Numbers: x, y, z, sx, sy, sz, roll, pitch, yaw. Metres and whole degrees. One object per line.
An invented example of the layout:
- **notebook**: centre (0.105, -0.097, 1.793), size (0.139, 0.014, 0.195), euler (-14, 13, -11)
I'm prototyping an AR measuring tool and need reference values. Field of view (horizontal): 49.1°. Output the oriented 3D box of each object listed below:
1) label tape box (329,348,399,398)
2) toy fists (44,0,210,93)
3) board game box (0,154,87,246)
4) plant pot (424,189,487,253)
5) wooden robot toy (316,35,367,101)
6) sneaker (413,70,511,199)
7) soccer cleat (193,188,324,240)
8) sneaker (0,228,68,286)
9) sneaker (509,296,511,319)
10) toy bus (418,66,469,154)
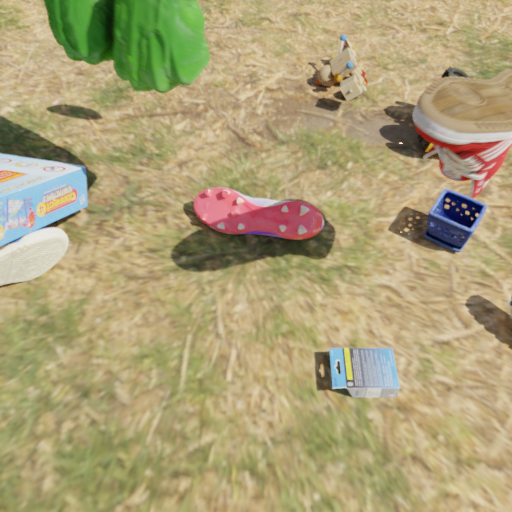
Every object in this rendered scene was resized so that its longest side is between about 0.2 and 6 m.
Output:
- **label tape box**: centre (1.600, 1.755, 8.434), size (0.971, 0.321, 0.696), euler (-1, 48, 2)
- **toy fists**: centre (-2.021, -3.573, 8.420), size (3.292, 1.678, 1.132), euler (30, 38, 25)
- **board game box**: centre (-4.929, -1.061, 9.680), size (2.799, 0.799, 2.859), euler (11, 23, 16)
- **plant pot**: centre (3.588, -0.595, 10.214), size (0.840, 0.756, 0.841), euler (28, 54, 22)
- **wooden robot toy**: centre (2.025, -4.345, 13.677), size (1.083, 1.051, 2.387), euler (-25, 43, 26)
- **sneaker**: centre (2.581, -1.397, 7.079), size (2.826, 1.589, 1.007), euler (-21, 63, -41)
- **soccer cleat**: centre (0.034, -0.750, 10.453), size (2.507, 0.958, 0.836), euler (9, 90, 22)
- **sneaker**: centre (-4.712, -0.095, 9.588), size (2.665, 1.023, 1.483), euler (-31, 62, -18)
- **sneaker**: centre (5.047, 1.334, 8.522), size (1.100, 0.952, 2.539), euler (-24, 61, -28)
- **toy bus**: centre (4.637, -2.957, 12.054), size (1.899, 1.342, 1.978), euler (17, 47, -2)
